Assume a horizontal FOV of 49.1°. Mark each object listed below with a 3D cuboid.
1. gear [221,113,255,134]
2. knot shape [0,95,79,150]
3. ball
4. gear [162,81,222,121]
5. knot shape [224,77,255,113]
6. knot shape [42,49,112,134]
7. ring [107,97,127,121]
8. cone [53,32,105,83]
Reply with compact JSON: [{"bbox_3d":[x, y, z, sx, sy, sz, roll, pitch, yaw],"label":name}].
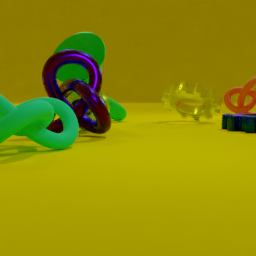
[{"bbox_3d":[3.466,-0.142,7.086,2.051,0.379,2.051,0,6,0],"label":"gear"},{"bbox_3d":[-1.425,-0.112,4.203,1.449,0.716,1.549,5,8,-35],"label":"knot shape"},{"bbox_3d":[-0.993,-0.492,6.889,1.090,1.090,1.090,0,6,0],"label":"ball"},{"bbox_3d":[2.173,-0.883,9.637,1.974,0.365,1.974,15,-21,6],"label":"gear"},{"bbox_3d":[4.504,-1.098,10.801,1.582,1.690,0.781,-6,14,3],"label":"knot shape"},{"bbox_3d":[-1.116,-0.719,5.700,1.836,1.718,0.848,3,7,28],"label":"knot shape"},{"bbox_3d":[-1.011,-0.831,10.047,2.075,0.415,2.075,23,-8,3],"label":"ring"},{"bbox_3d":[-0.991,-1.421,7.201,1.413,1.413,1.418,2,-21,19],"label":"cone"}]
